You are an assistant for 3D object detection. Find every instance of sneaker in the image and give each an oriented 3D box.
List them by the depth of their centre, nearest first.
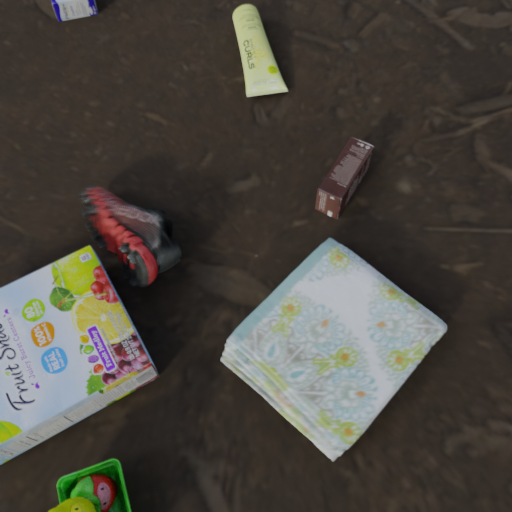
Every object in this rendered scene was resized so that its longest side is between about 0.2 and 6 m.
[{"bbox_3d":[-1.786,-0.398,8.095,0.980,0.709,2.006,-25,53,-32],"label":"sneaker"}]

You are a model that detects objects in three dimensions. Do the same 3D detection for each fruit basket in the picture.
[{"bbox_3d":[-1.814,2.882,6.141,0.854,1.184,1.184,-18,64,-9],"label":"fruit basket"}]

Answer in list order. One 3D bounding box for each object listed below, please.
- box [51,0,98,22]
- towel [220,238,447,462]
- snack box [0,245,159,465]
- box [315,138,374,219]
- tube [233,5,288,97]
[{"bbox_3d":[-3.456,-4.879,10.575,0.765,0.401,0.704,-14,63,-6],"label":"box"},{"bbox_3d":[1.002,1.120,7.378,2.048,0.576,2.393,41,69,16],"label":"towel"},{"bbox_3d":[-2.712,1.231,7.183,2.281,0.772,1.923,-29,67,-13],"label":"snack box"},{"bbox_3d":[1.346,-1.188,8.562,0.426,0.569,1.136,26,65,14],"label":"box"},{"bbox_3d":[0.007,-3.597,9.900,0.545,0.487,1.877,-26,64,30],"label":"tube"}]
